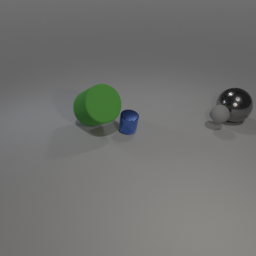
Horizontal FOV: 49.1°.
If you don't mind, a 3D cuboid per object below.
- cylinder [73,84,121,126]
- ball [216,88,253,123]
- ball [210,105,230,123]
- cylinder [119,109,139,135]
[{"bbox_3d":[-1.162,-0.820,10.401,1.400,1.400,1.400,-18,5,-28],"label":"cylinder"},{"bbox_3d":[4.258,-0.914,11.241,1.400,1.400,1.400,0,30,0],"label":"ball"},{"bbox_3d":[3.473,-0.528,10.596,0.700,0.700,0.700,0,30,0],"label":"ball"},{"bbox_3d":[0.025,-0.227,10.630,0.700,0.700,0.700,6,39,-5],"label":"cylinder"}]
